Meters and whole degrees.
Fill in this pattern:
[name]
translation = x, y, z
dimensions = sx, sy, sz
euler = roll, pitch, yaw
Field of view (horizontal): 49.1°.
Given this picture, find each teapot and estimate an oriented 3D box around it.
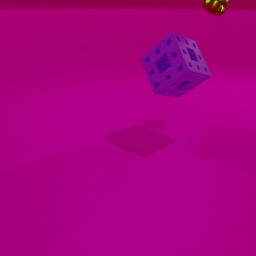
[teapot]
translation = 2.644, -3.806, 8.353
dimensions = 0.758, 0.597, 1.220
euler = 2, 62, -16

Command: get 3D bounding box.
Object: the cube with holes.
[cube with holes]
translation = 1.316, -1.685, 7.780
dimensions = 1.194, 1.194, 1.194
euler = 0, -25, -47
